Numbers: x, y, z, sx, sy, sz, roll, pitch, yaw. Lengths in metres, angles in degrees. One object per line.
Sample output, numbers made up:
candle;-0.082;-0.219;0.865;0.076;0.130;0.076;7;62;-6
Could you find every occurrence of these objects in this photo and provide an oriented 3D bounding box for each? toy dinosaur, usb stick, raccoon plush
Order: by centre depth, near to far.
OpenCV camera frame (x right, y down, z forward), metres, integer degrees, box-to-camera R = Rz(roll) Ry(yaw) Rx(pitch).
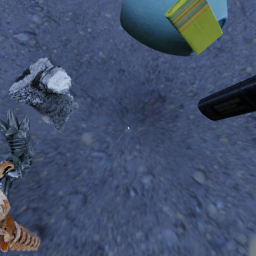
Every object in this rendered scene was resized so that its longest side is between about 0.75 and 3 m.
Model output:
toy dinosaur;-2.272;0.883;4.063;1.527;2.989;2.028;-4;34;-5
raccoon plush;-1.223;-0.375;4.801;0.927;1.284;1.916;-44;34;-6
usb stick;2.042;-0.520;5.204;0.653;2.356;0.384;39;77;-6

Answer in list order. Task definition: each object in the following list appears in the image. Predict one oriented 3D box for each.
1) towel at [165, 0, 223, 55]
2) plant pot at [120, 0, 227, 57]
towel;1.167;-1.773;4.782;0.630;1.464;0.132;-39;61;19
plant pot;1.144;-2.370;5.773;2.197;2.197;1.480;-37;79;-21
